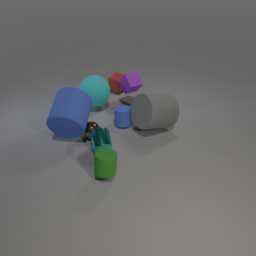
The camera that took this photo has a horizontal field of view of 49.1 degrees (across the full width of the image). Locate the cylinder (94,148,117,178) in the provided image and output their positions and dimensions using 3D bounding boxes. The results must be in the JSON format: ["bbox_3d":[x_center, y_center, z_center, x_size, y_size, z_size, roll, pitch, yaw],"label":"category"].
[{"bbox_3d":[-0.696,1.083,8.694,0.700,0.700,0.700,4,27,-2],"label":"cylinder"}]

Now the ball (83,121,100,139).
[{"bbox_3d":[-1.414,0.094,10.857,0.700,0.700,0.700,0,31,0],"label":"ball"}]

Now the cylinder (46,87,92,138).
[{"bbox_3d":[-2.152,-0.559,10.419,1.400,1.400,1.400,4,56,7],"label":"cylinder"}]

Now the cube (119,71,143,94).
[{"bbox_3d":[0.142,-2.070,12.791,0.700,0.700,0.700,-19,79,-29],"label":"cube"}]

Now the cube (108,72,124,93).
[{"bbox_3d":[-0.540,-2.358,14.464,0.700,0.700,0.700,24,46,22],"label":"cube"}]

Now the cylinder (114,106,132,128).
[{"bbox_3d":[-0.213,-0.467,11.675,0.700,0.700,0.700,-4,22,2],"label":"cylinder"}]

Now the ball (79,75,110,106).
[{"bbox_3d":[-1.517,-1.681,12.677,1.400,1.400,1.400,0,31,0],"label":"ball"}]

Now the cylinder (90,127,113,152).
[{"bbox_3d":[-0.966,0.441,10.052,0.700,0.700,0.700,-9,63,-14],"label":"cylinder"}]

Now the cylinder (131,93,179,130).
[{"bbox_3d":[1.065,-0.675,11.107,1.400,1.400,1.400,-5,28,-36],"label":"cylinder"}]
